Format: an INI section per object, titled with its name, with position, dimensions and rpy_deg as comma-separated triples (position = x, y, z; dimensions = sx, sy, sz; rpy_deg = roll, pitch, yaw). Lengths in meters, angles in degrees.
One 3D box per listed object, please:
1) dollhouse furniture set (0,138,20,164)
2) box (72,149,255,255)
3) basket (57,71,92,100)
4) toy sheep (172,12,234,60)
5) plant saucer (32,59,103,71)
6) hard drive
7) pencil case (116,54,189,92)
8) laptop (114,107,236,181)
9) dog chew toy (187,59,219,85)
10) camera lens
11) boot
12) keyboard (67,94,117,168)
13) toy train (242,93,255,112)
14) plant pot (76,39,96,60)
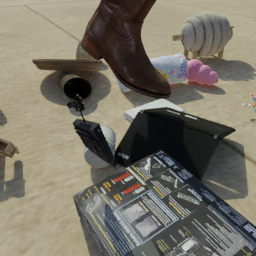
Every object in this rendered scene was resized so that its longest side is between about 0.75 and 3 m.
[dollhouse furniture set]
position = -3.531, 0.993, 6.140
dimensions = 1.580, 0.905, 1.853
rpy_deg = 20, 66, 7
[box]
position = 0.572, 1.619, 4.589
dimensions = 2.042, 0.644, 2.589
rpy_deg = -25, 41, -24
[basket]
position = -1.912, -1.472, 9.445
dimensions = 1.021, 0.770, 1.132
rpy_deg = 4, 21, -38
[toy sheep]
position = 3.286, -3.981, 12.178
dimensions = 2.985, 2.058, 2.058
rpy_deg = -14, 35, -20
[plant saucer]
position = -2.272, -2.417, 10.645
dimensions = 2.619, 0.386, 2.619
rpy_deg = 1, 16, 0
[hard drive]
position = 0.782, -0.432, 8.333
dimensions = 1.525, 0.203, 1.006
rpy_deg = -21, 38, -30
[pencil case]
position = 0.843, -1.979, 9.918
dimensions = 2.569, 1.068, 1.165
rpy_deg = -10, 36, -16
[laptop]
position = 1.203, 0.379, 6.966
dimensions = 2.141, 1.248, 2.416
rpy_deg = 21, 18, 29
[dog chew toy]
position = 2.691, -1.976, 10.239
dimensions = 1.303, 0.811, 0.811
rpy_deg = 34, 45, 29
[camera lens]
position = -0.649, 0.407, 6.566
dimensions = 0.713, 0.713, 0.892
rpy_deg = 0, 33, 0
[boot]
position = 0.444, -2.392, 6.142
dimensions = 2.767, 2.969, 0.954
rpy_deg = 34, 39, 1
[keyboard]
position = -0.627, 0.014, 4.101
dimensions = 0.166, 1.026, 1.614
rpy_deg = -27, 12, -17
[toy train]
position = 4.041, -0.659, 8.581
dimensions = 0.971, 0.360, 1.293
rpy_deg = 25, 37, 35
[plant pot]
position = -1.649, -3.230, 12.088
dimensions = 0.902, 0.986, 0.986
rpy_deg = 16, 35, 5
